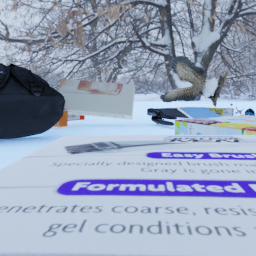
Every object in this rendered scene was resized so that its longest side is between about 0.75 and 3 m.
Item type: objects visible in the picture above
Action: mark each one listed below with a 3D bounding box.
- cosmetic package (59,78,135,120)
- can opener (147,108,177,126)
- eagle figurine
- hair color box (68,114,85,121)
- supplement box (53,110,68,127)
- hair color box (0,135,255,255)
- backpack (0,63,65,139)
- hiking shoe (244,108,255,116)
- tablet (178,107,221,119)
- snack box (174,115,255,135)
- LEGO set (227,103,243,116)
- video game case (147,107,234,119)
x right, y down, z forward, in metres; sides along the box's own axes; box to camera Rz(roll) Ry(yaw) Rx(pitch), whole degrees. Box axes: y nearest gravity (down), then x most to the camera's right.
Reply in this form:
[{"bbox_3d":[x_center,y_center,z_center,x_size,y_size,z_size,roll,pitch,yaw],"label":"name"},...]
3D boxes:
[{"bbox_3d":[-0.968,-0.911,9.105,2.334,1.018,1.206,6,-6,1],"label":"cosmetic package"},{"bbox_3d":[1.061,-0.282,8.686,0.568,0.458,1.444,16,7,-25],"label":"can opener"},{"bbox_3d":[2.614,-1.738,11.506,2.415,1.823,1.833,20,47,11],"label":"eagle figurine"},{"bbox_3d":[-2.716,-0.647,11.051,1.119,0.645,2.018,-7,8,-42],"label":"hair color box"},{"bbox_3d":[-2.663,-0.319,8.615,1.607,0.535,0.553,3,3,19],"label":"supplement box"},{"bbox_3d":[0.247,0.559,0.190,1.387,0.822,2.538,0,9,5],"label":"hair color box"},{"bbox_3d":[-2.950,-0.729,6.871,2.201,2.075,2.698,-4,38,-29],"label":"backpack"},{"bbox_3d":[4.201,-0.422,9.561,0.435,0.507,1.170,10,11,23],"label":"hiking shoe"},{"bbox_3d":[2.611,-0.434,9.815,1.189,0.125,1.828,-2,21,-13],"label":"tablet"},{"bbox_3d":[1.840,0.190,3.965,1.579,0.634,1.873,-5,9,-27],"label":"snack box"},{"bbox_3d":[3.544,-0.497,9.191,0.561,0.751,0.184,19,-37,-9],"label":"LEGO set"},{"bbox_3d":[2.839,-0.740,12.963,2.665,0.376,2.949,-5,8,-37],"label":"video game case"}]
